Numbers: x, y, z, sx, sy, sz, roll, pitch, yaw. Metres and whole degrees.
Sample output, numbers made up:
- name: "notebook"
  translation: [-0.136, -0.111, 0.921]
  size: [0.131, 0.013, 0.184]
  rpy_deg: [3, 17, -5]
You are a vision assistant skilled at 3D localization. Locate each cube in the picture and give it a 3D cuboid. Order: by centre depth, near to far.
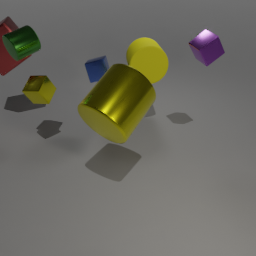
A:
- name: "cube"
  translation: [2.456, -2.508, 8.769]
  size: [0.700, 0.700, 0.700]
  rpy_deg: [-37, 40, 5]
- name: "cube"
  translation: [-2.996, -1.296, 9.506]
  size: [0.700, 0.700, 0.700]
  rpy_deg: [4, 60, 23]
- name: "cube"
  translation: [-1.053, -2.087, 9.912]
  size: [0.700, 0.700, 0.700]
  rpy_deg: [-12, 23, 8]
- name: "cube"
  translation: [-4.613, -3.100, 10.564]
  size: [1.400, 1.400, 1.400]
  rpy_deg: [-34, 33, 6]

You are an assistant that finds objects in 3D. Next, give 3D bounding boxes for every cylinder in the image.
- name: "cylinder"
  translation: [-0.257, -0.577, 6.774]
  size: [1.400, 1.400, 1.400]
  rpy_deg: [21, 65, 33]
- name: "cylinder"
  translation: [-2.775, -2.223, 7.332]
  size: [0.700, 0.700, 0.700]
  rpy_deg: [-38, 45, -27]
- name: "cylinder"
  translation: [0.683, -2.523, 10.458]
  size: [1.400, 1.400, 1.400]
  rpy_deg: [-3, 30, -5]
